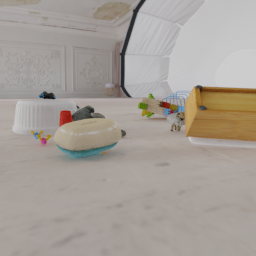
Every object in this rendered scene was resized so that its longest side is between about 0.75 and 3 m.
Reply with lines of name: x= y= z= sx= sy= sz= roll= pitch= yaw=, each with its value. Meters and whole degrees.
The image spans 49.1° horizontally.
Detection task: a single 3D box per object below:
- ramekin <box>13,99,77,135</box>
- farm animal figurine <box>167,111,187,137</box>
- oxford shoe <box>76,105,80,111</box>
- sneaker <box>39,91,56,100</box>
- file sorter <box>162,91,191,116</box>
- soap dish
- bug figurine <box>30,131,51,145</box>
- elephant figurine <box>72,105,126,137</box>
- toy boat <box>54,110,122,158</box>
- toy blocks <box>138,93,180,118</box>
ramekin: x=-3.100 y=-0.489 z=10.733 sx=2.549 sy=1.187 sz=2.549 roll=-1 pitch=7 yaw=0
farm animal figurine: x=2.904 y=-0.420 z=10.069 sx=2.377 sy=1.240 sz=2.351 roll=-3 pitch=9 yaw=-20
oxford shoe: x=-3.080 y=-0.838 z=13.306 sx=1.074 sy=0.824 sz=2.855 roll=20 pitch=7 yaw=12
sneaker: x=-3.113 y=-1.203 z=10.843 sx=0.823 sy=0.301 sz=0.337 roll=12 pitch=41 yaw=39
file sorter: x=3.040 y=-1.472 z=16.672 sx=1.283 sy=1.134 sz=1.849 roll=7 pitch=23 yaw=37
soap dish: x=3.076 y=-0.414 z=8.239 sx=2.725 sy=1.107 sz=2.144 roll=4 pitch=31 yaw=9
bug figurine: x=-2.290 y=0.290 z=8.403 sx=1.231 sy=0.317 sz=0.955 roll=1 pitch=13 yaw=-21
elephant figurine: x=-1.027 y=-0.105 z=9.183 sx=1.547 sy=1.094 sz=1.200 roll=24 pitch=50 yaw=33
toy boat: x=-1.188 y=0.215 z=7.250 sx=1.778 sy=0.983 sz=2.116 roll=-12 pitch=22 yaw=-38
toy blocks: x=1.878 y=-1.012 z=14.803 sx=1.762 sy=1.288 sz=2.577 roll=15 pitch=3 yaw=26
